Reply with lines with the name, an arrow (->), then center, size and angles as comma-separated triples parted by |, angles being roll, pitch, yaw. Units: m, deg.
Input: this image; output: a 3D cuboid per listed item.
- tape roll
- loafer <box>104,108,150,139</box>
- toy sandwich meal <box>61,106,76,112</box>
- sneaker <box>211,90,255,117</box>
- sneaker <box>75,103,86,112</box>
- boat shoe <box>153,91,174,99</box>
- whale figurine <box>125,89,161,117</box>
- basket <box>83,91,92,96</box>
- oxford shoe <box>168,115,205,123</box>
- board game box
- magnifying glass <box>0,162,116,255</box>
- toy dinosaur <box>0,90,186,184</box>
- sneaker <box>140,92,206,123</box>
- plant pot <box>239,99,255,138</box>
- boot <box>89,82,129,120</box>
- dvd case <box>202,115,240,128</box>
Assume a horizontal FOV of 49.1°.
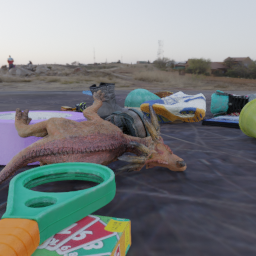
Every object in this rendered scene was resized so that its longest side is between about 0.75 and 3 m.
tape roll -> -2.013, 0.109, 5.980 | 2.408, 0.790, 2.408 | 2, 8, 0
loafer -> -0.215, 0.051, 6.877 | 0.785, 0.897, 2.497 | -21, 8, -15
toy sandwich meal -> -2.916, -0.919, 13.817 | 0.782, 0.268, 0.782 | 1, 8, 0
sneaker -> 4.262, -0.986, 11.440 | 1.657, 1.148, 2.745 | 4, 1, -8
sneaker -> -2.418, -1.016, 14.130 | 0.535, 0.488, 1.321 | -7, 2, -2
boat shoe -> 2.320, -1.649, 16.214 | 2.626, 0.945, 0.887 | 9, 11, 31
whale figurine -> 0.951, -1.171, 12.523 | 2.292, 1.189, 1.823 | -7, 11, -28
basket -> -2.023, -2.206, 18.677 | 1.752, 1.219, 1.545 | 11, 11, 4
oxford shoe -> 2.230, -0.630, 10.719 | 2.169, 0.773, 0.773 | -6, 9, -40
board game box -> -0.860, 1.126, 1.542 | 1.168, 0.367, 2.445 | 2, 12, 16
magnifying glass -> -0.756, 0.704, 2.298 | 1.095, 0.308, 2.751 | 1, 8, 5
toy dinosaur -> -0.552, 0.264, 4.249 | 2.897, 1.244, 1.964 | -14, 23, -37
sneaker -> 1.572, -0.771, 9.734 | 2.246, 0.845, 0.990 | 6, 53, 20
plant pot -> 3.467, -0.081, 6.899 | 1.126, 1.126, 1.036 | 0, 21, 2
boot -> -0.551, -1.040, 10.878 | 0.788, 1.486, 2.258 | 5, 11, 32
dvd case -> 3.849, -0.252, 10.138 | 1.546, 0.190, 2.167 | 6, 12, 39
